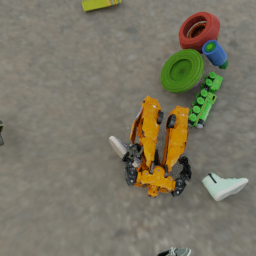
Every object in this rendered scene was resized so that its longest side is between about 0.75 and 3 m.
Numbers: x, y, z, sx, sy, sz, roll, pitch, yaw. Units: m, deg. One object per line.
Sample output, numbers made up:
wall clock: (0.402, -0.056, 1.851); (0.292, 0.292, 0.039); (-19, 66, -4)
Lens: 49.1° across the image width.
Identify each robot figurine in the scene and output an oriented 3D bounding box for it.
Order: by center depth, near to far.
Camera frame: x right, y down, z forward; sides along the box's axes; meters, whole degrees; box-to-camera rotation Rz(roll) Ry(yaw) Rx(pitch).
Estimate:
robot figurine: (0.833, 0.558, 7.568); (1.931, 0.775, 2.664); (16, 70, -10)

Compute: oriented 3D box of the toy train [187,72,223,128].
toy train: (2.425, -0.875, 8.812); (0.590, 0.436, 2.091); (30, 70, -6)

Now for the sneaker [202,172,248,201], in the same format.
sneaker: (2.623, 1.414, 7.576); (1.303, 0.479, 0.768); (-11, 46, -30)

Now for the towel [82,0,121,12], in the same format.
towel: (-1.014, -4.824, 10.725); (1.476, 0.133, 0.635); (-14, 54, -2)

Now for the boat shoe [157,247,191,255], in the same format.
boat shoe: (1.063, 3.010, 6.632); (0.301, 0.975, 0.355); (47, 38, -1)

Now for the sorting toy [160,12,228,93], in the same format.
sorting toy: (2.310, -2.246, 9.022); (1.764, 1.205, 2.936); (14, 79, 44)

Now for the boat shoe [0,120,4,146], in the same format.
boat shoe: (-3.774, -0.019, 8.022); (0.439, 0.477, 1.336); (-8, 59, -16)

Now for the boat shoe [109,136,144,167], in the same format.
boat shoe: (0.148, 0.665, 8.063); (0.682, 0.549, 1.471); (-39, 80, -19)
